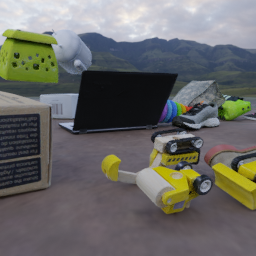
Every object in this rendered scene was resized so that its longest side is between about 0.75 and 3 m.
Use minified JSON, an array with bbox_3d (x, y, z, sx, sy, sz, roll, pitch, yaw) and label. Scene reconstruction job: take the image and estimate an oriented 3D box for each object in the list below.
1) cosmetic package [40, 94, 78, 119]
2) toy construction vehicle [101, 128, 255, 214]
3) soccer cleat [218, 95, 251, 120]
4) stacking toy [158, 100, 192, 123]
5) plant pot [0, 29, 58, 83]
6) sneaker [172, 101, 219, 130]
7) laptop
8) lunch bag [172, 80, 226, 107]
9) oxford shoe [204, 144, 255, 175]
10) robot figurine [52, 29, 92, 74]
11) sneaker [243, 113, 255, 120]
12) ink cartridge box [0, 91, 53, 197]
[{"bbox_3d":[-2.601,-1.036,12.575,1.447,1.054,2.847,2,9,10],"label":"cosmetic package"},{"bbox_3d":[0.721,0.545,3.227,1.684,0.593,1.466,-8,22,-29],"label":"toy construction vehicle"},{"bbox_3d":[4.146,-0.954,11.813,1.207,1.005,2.978,-14,15,2],"label":"soccer cleat"},{"bbox_3d":[1.555,-0.502,9.317,2.192,0.936,0.936,7,3,-31],"label":"stacking toy"},{"bbox_3d":[-3.025,-2.198,8.487,1.549,1.413,1.557,-1,19,-35],"label":"plant pot"},{"bbox_3d":[2.089,-0.401,8.670,2.136,0.847,0.790,-9,14,-44],"label":"sneaker"},{"bbox_3d":[-0.449,-0.747,8.235,2.656,1.644,2.836,-3,8,-26],"label":"laptop"},{"bbox_3d":[2.535,-0.939,11.048,1.932,1.136,1.584,-38,19,-12],"label":"lunch bag"},{"bbox_3d":[1.660,0.542,3.795,1.306,0.460,0.489,2,37,-23],"label":"oxford shoe"},{"bbox_3d":[-2.317,-3.038,11.230,1.316,1.976,2.330,-40,-20,4],"label":"robot figurine"},{"bbox_3d":[5.253,-0.636,11.074,1.307,0.648,0.462,1,9,14],"label":"sneaker"},{"bbox_3d":[-2.661,0.094,3.761,2.406,1.097,2.921,-5,11,-35],"label":"ink cartridge box"}]
